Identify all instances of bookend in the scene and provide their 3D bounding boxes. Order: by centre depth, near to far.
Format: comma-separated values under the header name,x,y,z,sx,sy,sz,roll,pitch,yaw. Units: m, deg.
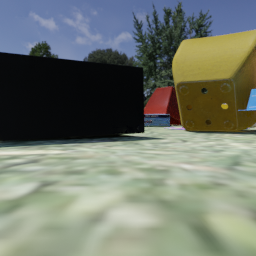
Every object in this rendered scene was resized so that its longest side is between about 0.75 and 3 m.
name,x,y,z,sx,sy,sz,roll,pitch,yaw
bookend,-1.358,-0.423,4.882,2.405,1.108,2.390,-2,2,-34

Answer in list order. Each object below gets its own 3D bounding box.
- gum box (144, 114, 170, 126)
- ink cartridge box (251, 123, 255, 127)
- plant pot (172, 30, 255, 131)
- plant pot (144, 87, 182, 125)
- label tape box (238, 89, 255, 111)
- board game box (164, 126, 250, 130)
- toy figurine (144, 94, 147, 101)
name,x,y,z,sx,sy,sz,roll,pitch,yaw
gum box,0.666,-0.312,11.419,1.821,0.478,2.144,0,2,0
ink cartridge box,4.817,-0.574,10.759,2.467,1.046,1.796,1,2,-9
plant pot,2.174,-0.971,6.888,2.101,2.088,2.150,1,31,29
plant pot,1.842,-1.022,12.770,1.596,1.407,1.595,20,-11,-38
label tape box,2.882,-0.544,5.147,1.419,0.449,1.024,-2,1,-36
board game box,2.285,-0.214,8.319,2.460,0.479,1.944,-1,2,-37
toy figurine,-0.204,-1.108,11.528,1.617,1.143,1.643,-29,-14,-20
